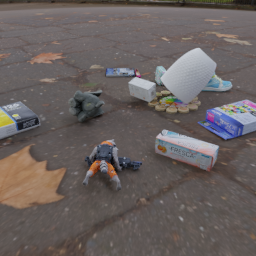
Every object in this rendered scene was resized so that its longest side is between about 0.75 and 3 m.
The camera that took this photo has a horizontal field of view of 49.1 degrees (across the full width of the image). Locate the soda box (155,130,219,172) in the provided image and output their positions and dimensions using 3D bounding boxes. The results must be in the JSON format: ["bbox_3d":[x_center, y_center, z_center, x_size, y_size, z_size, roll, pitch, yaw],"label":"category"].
[{"bbox_3d":[2.004,0.739,9.701,2.081,0.661,0.712,18,35,28],"label":"soda box"}]

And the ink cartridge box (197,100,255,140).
[{"bbox_3d":[4.611,-0.416,11.820,2.894,0.607,1.727,-17,33,-23],"label":"ink cartridge box"}]

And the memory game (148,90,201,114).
[{"bbox_3d":[2.238,-1.337,13.781,2.634,0.168,2.634,0,30,0],"label":"memory game"}]

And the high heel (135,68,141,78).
[{"bbox_3d":[0.614,-3.325,17.004,0.268,0.381,0.795,-5,30,-9],"label":"high heel"}]

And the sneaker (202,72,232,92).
[{"bbox_3d":[4.642,-2.665,14.943,2.000,1.305,0.795,-1,29,-3],"label":"sneaker"}]

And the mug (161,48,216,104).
[{"bbox_3d":[3.122,-2.483,13.333,2.485,2.179,1.835,14,36,-51],"label":"mug"}]

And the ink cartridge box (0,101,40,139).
[{"bbox_3d":[-5.509,-0.378,11.720,2.654,0.631,2.685,-24,40,-35],"label":"ink cartridge box"}]

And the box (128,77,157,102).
[{"bbox_3d":[0.709,-1.882,13.676,1.233,0.767,0.601,25,54,34],"label":"box"}]

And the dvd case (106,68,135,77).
[{"bbox_3d":[-0.480,-3.489,17.518,1.794,0.157,1.280,-1,29,-2],"label":"dvd case"}]

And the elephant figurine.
[{"bbox_3d":[-1.668,-1.149,12.493,1.558,1.421,2.008,37,21,6],"label":"elephant figurine"}]

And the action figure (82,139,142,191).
[{"bbox_3d":[-0.491,1.060,8.882,1.922,1.005,1.859,0,39,-1],"label":"action figure"}]

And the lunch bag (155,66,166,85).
[{"bbox_3d":[1.865,-2.989,15.891,0.438,0.912,1.137,-5,31,-10],"label":"lunch bag"}]
